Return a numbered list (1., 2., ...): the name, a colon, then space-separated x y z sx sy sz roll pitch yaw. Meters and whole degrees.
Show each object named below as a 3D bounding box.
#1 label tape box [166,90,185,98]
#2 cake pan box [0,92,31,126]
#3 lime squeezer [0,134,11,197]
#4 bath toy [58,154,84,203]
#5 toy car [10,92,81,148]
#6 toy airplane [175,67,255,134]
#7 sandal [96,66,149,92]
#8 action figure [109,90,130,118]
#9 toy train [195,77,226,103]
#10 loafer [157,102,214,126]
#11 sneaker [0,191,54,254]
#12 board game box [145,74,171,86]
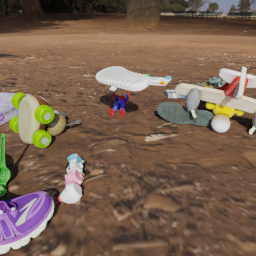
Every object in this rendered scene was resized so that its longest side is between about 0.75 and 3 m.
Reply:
1. label tape box: 2.269 -1.635 13.401 0.842 0.266 0.607 -2 23 -4
2. cake pan box: -5.383 -0.803 11.008 2.273 0.646 2.468 3 23 12
3. lime squeezer: -2.912 1.205 6.328 0.396 0.742 2.100 11 51 -16
4. bath toy: -1.277 1.217 6.425 0.530 0.624 1.435 -32 25 11
5. toy car: -2.517 -0.332 9.090 1.588 1.525 1.933 25 22 34
6. toy airplane: 3.337 -0.799 9.316 2.763 1.958 2.775 21 -6 -38
7. sandal: -0.281 -1.523 9.494 1.082 0.653 2.659 -26 31 -22
8. action figure: -0.319 -1.256 11.632 0.695 1.055 2.131 3 21 5
9. toy train: 3.862 -1.486 12.318 1.330 0.995 2.334 -20 30 -13
10. loafer: 2.107 -0.470 10.353 2.046 0.735 0.643 14 6 15
11. sneaker: -2.562 1.588 4.853 2.557 1.067 1.031 -12 26 -27
12. board game box: 1.514 -2.804 16.198 1.682 0.218 1.682 9 25 19
